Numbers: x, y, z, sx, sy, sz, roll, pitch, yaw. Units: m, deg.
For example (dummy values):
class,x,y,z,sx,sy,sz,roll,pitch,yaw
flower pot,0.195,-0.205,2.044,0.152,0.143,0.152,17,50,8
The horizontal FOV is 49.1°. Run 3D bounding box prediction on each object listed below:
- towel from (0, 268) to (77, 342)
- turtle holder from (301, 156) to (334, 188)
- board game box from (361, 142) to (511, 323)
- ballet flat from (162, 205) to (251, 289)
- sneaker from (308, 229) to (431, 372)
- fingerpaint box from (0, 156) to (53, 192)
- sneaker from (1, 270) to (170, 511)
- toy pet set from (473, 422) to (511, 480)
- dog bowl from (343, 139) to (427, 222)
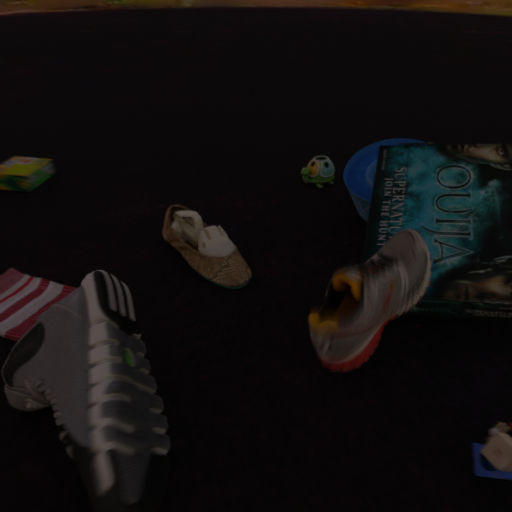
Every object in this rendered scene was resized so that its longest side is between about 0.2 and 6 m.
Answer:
class,x,y,z,sx,sy,sz,roll,pitch,yaw
towel,-3.975,0.856,9.586,2.083,0.237,1.500,13,34,21
turtle holder,1.545,-2.172,14.280,0.929,0.659,0.706,-4,31,-6
board game box,3.454,-0.630,10.266,2.743,0.571,4.056,2,49,17
ballet flat,-1.061,-0.287,10.879,0.946,0.876,2.682,-23,38,-34
sneaker,1.736,0.494,8.366,0.993,1.049,2.552,12,54,48
fingerpaint box,-5.996,-2.100,14.346,1.050,0.461,1.258,6,30,8
sneaker,-2.302,1.945,7.108,1.947,1.265,3.372,-28,50,12
toy pet set,3.083,2.524,6.703,0.954,0.543,1.022,22,18,-38
dog bowl,3.748,-1.215,11.821,3.949,0.979,2.201,24,57,34
